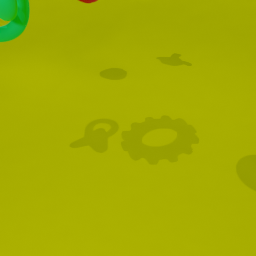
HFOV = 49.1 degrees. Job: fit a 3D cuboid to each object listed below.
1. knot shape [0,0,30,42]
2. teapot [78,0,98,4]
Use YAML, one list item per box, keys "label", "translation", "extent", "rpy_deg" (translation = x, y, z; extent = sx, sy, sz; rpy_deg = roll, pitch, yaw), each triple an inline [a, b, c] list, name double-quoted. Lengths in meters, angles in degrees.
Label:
- label: "knot shape"
  translation: [-1.434, -1.655, 3.273]
  extent: [0.608, 1.316, 1.231]
  rpy_deg: [28, -2, -15]
- label: "teapot"
  translation: [-1.074, -3.600, 6.761]
  extent: [1.018, 0.801, 1.637]
  rpy_deg: [23, -1, 4]
